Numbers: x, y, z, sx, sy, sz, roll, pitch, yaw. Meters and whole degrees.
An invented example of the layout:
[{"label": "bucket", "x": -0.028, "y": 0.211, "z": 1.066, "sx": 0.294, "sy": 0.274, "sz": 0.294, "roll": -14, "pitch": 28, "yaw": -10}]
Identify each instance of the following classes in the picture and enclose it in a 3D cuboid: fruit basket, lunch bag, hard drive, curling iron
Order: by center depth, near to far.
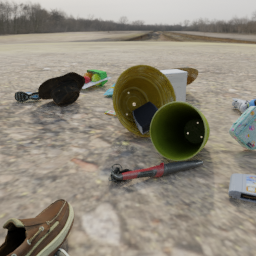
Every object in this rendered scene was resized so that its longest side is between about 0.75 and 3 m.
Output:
[{"label": "curling iron", "x": 0.822, "y": 1.105, "z": 7.855, "sx": 2.863, "sy": 0.366, "sz": 0.710, "roll": -6, "pitch": 23, "yaw": -15}, {"label": "lunch bag", "x": 4.022, "y": -0.009, "z": 9.115, "sx": 1.073, "sy": 1.338, "sz": 0.516, "roll": 42, "pitch": -2, "yaw": -8}, {"label": "hard drive", "x": 0.690, "y": -0.434, "z": 10.298, "sx": 1.016, "sy": 0.319, "sz": 1.506, "roll": -30, "pitch": 31, "yaw": 5}, {"label": "fruit basket", "x": -2.402, "y": -2.902, "z": 17.404, "sx": 2.144, "sy": 1.005, "sz": 1.986, "roll": -36, "pitch": 38, "yaw": -31}]

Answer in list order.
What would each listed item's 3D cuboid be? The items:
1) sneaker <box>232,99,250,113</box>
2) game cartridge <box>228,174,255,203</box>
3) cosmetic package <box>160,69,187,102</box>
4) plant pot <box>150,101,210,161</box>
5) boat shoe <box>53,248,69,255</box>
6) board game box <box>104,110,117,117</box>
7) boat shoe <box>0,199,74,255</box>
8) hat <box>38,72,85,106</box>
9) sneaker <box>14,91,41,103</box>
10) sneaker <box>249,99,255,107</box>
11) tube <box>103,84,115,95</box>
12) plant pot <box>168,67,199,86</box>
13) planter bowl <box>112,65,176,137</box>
[{"label": "sneaker", "x": 5.143, "y": -1.002, "z": 12.901, "sx": 0.828, "sy": 0.542, "sz": 1.441, "roll": 13, "pitch": 20, "yaw": 31}, {"label": "game cartridge", "x": 3.287, "y": 1.529, "z": 6.960, "sx": 1.456, "sy": 0.302, "sz": 0.970, "roll": 8, "pitch": 28, "yaw": 20}, {"label": "cosmetic package", "x": 1.845, "y": -1.895, "z": 13.521, "sx": 1.688, "sy": 1.694, "sz": 1.041, "roll": -8, "pitch": 24, "yaw": -21}, {"label": "plant pot", "x": 1.897, "y": 0.089, "z": 8.925, "sx": 1.744, "sy": 1.744, "sz": 1.864, "roll": 14, "pitch": 7, "yaw": 31}, {"label": "boat shoe", "x": -1.042, "y": 2.382, "z": 4.686, "sx": 0.306, "sy": 0.366, "sz": 1.024, "roll": -25, "pitch": 30, "yaw": -38}, {"label": "board game box", "x": -0.686, "y": -0.662, "z": 12.618, "sx": 0.757, "sy": 0.113, "sz": 0.362, "roll": 12, "pitch": 24, "yaw": 34}, {"label": "boat shoe", "x": -1.717, "y": 1.890, "z": 4.862, "sx": 0.895, "sy": 0.897, "sz": 2.424, "roll": -22, "pitch": 15, "yaw": 20}, {"label": "hat", "x": -3.094, "y": -1.669, "z": 13.754, "sx": 2.408, "sy": 0.971, "sz": 2.408, "roll": -22, "pitch": -17, "yaw": -7}, {"label": "sneaker", "x": -5.129, "y": -1.583, "z": 14.537, "sx": 1.484, "sy": 0.581, "sz": 0.667, "roll": 3, "pitch": 2, "yaw": 0}, {"label": "sneaker", "x": 6.268, "y": -1.080, "z": 12.730, "sx": 0.999, "sy": 0.855, "sz": 2.412, "roll": 20, "pitch": 33, "yaw": 34}, {"label": "tube", "x": -0.502, "y": -2.360, "z": 16.239, "sx": 1.058, "sy": 0.689, "sz": 2.732, "roll": -7, "pitch": 23, "yaw": 19}, {"label": "plant pot", "x": 2.421, "y": -2.579, "z": 15.396, "sx": 2.953, "sy": 0.406, "sz": 2.953, "roll": -8, "pitch": -8, "yaw": -1}, {"label": "planter bowl", "x": 0.446, "y": -0.976, "z": 10.745, "sx": 2.677, "sy": 2.677, "sz": 1.115, "roll": -11, "pitch": 2, "yaw": -25}]
